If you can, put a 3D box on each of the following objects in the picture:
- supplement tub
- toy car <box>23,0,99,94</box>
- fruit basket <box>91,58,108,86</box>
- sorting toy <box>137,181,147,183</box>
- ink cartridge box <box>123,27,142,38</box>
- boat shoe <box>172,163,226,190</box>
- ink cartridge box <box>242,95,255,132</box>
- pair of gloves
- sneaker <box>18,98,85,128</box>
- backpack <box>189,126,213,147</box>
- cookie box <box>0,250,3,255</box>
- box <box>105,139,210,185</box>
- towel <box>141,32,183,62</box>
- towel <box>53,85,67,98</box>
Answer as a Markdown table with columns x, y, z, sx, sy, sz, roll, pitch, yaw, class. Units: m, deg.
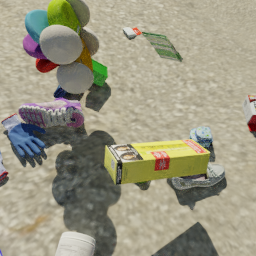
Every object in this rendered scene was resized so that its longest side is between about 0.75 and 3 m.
| x | y | z | sx | sy | sz | roll | pitch | yaw | class |
| --- | --- | --- | --- | --- | --- | --- | --- | --- | --- |
| -1.530 | 3.755 | 7.557 | 1.038 | 1.038 | 1.573 | 8 | 53 | 6 | supplement tub |
| -2.284 | -2.719 | 9.250 | 2.224 | 2.966 | 2.596 | -2 | 55 | 10 | toy car |
| -1.658 | -2.385 | 12.178 | 1.361 | 1.361 | 0.982 | -3 | 64 | -2 | fruit basket |
| 0.604 | 1.104 | 9.763 | 0.946 | 0.646 | 1.574 | 29 | 59 | 20 | sorting toy |
| 0.232 | -5.060 | 14.624 | 0.812 | 0.192 | 0.650 | -23 | 57 | -15 | ink cartridge box |
| 2.418 | 1.578 | 9.432 | 1.903 | 0.610 | 0.701 | -9 | 54 | -6 | boat shoe |
| 5.490 | -0.556 | 10.988 | 1.573 | 0.659 | 1.381 | 2 | 54 | 1 | ink cartridge box |
| -4.445 | 0.661 | 10.293 | 2.832 | 0.323 | 2.277 | -36 | 63 | -21 | pair of gloves |
| -2.927 | -0.690 | 10.971 | 2.527 | 1.016 | 1.117 | 3 | 47 | -3 | sneaker |
| 2.700 | 0.304 | 10.396 | 0.810 | 0.595 | 0.741 | -2 | 50 | 4 | backpack |
| -4.816 | 4.033 | 7.328 | 2.798 | 1.051 | 2.393 | -29 | 58 | -20 | cookie box |
| 0.803 | 0.873 | 7.661 | 2.736 | 0.686 | 1.030 | -2 | 22 | -20 | box |
| 1.171 | -2.719 | 9.451 | 1.067 | 1.399 | 0.164 | 26 | 85 | 40 | towel |
| -2.608 | -1.966 | 11.943 | 0.389 | 0.896 | 1.605 | 38 | 54 | -21 | towel |
